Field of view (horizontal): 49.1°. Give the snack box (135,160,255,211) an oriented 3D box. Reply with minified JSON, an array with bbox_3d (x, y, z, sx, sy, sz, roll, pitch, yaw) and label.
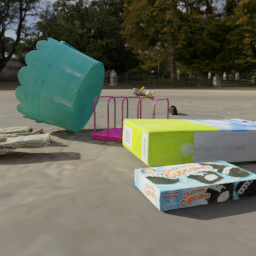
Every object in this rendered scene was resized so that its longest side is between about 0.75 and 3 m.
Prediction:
[{"bbox_3d":[0.966,0.769,4.004,1.547,0.287,0.898,-3,10,-19],"label":"snack box"}]

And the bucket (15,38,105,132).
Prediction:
[{"bbox_3d":[-1.937,-1.207,8.550,1.718,2.640,2.640,22,13,8],"label":"bucket"}]

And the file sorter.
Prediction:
[{"bbox_3d":[0.108,-0.293,7.670,1.842,1.155,1.280,5,10,26],"label":"file sorter"}]

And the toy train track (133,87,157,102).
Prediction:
[{"bbox_3d":[0.408,-0.943,7.381,0.691,0.196,1.205,29,-2,-18],"label":"toy train track"}]

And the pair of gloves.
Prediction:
[{"bbox_3d":[-2.787,0.311,6.489,1.838,0.379,2.161,-7,10,-21],"label":"pair of gloves"}]

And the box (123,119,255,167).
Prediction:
[{"bbox_3d":[1.503,0.204,5.882,2.909,0.693,1.774,0,9,-15],"label":"box"}]

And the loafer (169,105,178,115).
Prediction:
[{"bbox_3d":[2.181,-0.882,13.367,0.415,0.405,1.136,0,10,-2],"label":"loafer"}]
